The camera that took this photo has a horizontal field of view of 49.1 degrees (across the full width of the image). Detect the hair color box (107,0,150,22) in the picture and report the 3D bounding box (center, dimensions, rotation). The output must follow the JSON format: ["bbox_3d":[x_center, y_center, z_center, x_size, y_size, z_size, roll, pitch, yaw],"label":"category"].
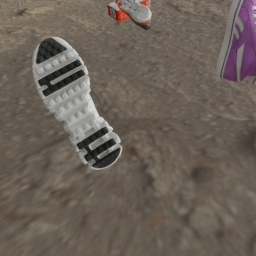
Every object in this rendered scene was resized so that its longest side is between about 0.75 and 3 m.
[{"bbox_3d":[0.046,-4.580,10.577,1.488,0.456,0.755,-30,52,-18],"label":"hair color box"}]

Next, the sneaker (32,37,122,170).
[{"bbox_3d":[-0.950,-0.395,4.948,0.889,2.365,0.959,-25,8,-10],"label":"sneaker"}]

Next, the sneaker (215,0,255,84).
[{"bbox_3d":[3.318,-2.428,7.274,1.470,2.578,0.934,22,33,31],"label":"sneaker"}]

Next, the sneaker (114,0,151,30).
[{"bbox_3d":[0.148,-3.910,9.377,0.724,0.769,1.879,-33,63,2],"label":"sneaker"}]
